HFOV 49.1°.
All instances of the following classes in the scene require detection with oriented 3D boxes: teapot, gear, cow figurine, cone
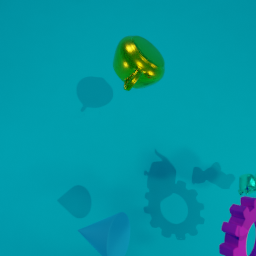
[{"bbox_3d":[0.182,-1.379,6.053,1.180,0.929,1.897,35,37,-17],"label":"teapot"},{"bbox_3d":[2.377,2.157,5.405,1.599,0.296,1.599,1,88,-36],"label":"gear"},{"bbox_3d":[3.172,1.404,6.677,1.047,0.575,1.031,45,66,-2],"label":"cow figurine"},{"bbox_3d":[-0.555,1.953,5.147,0.904,0.901,0.901,0,67,26],"label":"cone"}]
